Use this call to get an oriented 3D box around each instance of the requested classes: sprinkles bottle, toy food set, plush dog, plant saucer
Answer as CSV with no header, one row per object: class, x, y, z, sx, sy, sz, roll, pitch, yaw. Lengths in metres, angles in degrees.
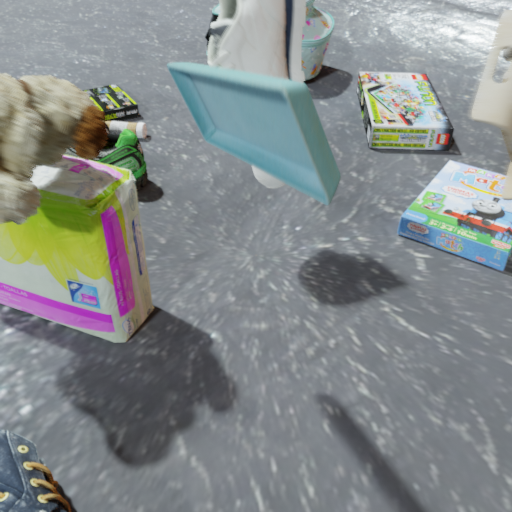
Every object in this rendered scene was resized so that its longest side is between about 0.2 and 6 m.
sprinkles bottle,-3.211,-3.055,13.525,1.091,0.372,0.372,5,39,7
toy food set,3.039,-1.706,6.712,0.586,1.939,1.391,12,75,38
plush dog,-2.766,-1.574,6.435,2.174,1.745,1.868,31,38,35
plant saucer,-0.122,-1.259,5.063,0.263,0.968,2.768,-33,31,-9

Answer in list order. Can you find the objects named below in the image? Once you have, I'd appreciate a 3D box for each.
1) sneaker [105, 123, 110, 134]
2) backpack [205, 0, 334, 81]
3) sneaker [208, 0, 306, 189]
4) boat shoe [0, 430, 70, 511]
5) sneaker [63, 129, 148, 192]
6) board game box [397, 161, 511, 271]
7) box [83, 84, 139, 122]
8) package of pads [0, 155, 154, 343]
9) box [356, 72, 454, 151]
sneaker,-4.561,-2.669,12.932,2.333,0.837,0.966,0,65,0
backpack,0.592,-6.600,16.145,3.321,2.546,2.919,27,44,1
sneaker,-0.068,-2.609,8.303,1.328,3.298,1.260,-14,17,-30
boat shoe,-2.342,2.603,5.788,2.898,1.025,1.316,7,43,13
sneaker,-3.863,-2.234,11.551,3.242,1.381,1.265,4,36,0
board game box,4.142,-0.879,10.685,1.946,0.471,2.573,23,43,27
box,-4.127,-3.920,14.616,1.647,0.405,1.705,-19,41,-25
package of pads,-3.258,-0.324,8.282,3.326,2.570,1.134,14,39,17
box,3.658,-3.757,14.227,1.903,0.600,3.458,2,38,2
